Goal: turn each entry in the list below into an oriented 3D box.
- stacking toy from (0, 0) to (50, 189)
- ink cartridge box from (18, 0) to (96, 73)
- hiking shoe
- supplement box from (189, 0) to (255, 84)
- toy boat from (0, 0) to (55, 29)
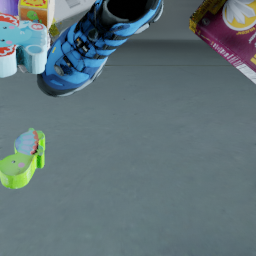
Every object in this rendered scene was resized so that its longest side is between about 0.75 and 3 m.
[{"bbox_3d":[-1.166,-1.161,2.887,0.693,2.222,2.947,1,47,-15],"label":"stacking toy"},{"bbox_3d":[-1.936,-2.871,7.118,2.651,1.106,1.924,-26,62,-7],"label":"ink cartridge box"},{"bbox_3d":[-0.392,-1.193,3.401,2.009,0.747,0.871,-44,0,-2],"label":"hiking shoe"},{"bbox_3d":[2.935,-2.411,6.795,2.493,1.632,1.286,40,14,3],"label":"supplement box"},{"bbox_3d":[-1.372,-2.372,4.491,2.197,1.847,1.021,6,36,21],"label":"toy boat"}]
